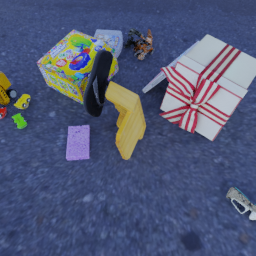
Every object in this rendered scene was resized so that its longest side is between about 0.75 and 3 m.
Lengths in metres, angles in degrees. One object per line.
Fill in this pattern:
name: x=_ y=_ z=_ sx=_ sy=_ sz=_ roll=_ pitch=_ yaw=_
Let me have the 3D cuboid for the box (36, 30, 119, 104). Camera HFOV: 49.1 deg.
box: x=-2.037 y=-2.568 z=11.758 sx=2.258 sy=1.430 sz=2.344 roll=27 pitch=64 yaw=23

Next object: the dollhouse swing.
dollhouse swing: x=-0.332 y=-0.173 z=9.702 sx=1.729 sy=1.902 sz=1.672 roll=30 pitch=70 yaw=26

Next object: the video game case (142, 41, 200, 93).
video game case: x=1.715 y=-2.418 z=11.360 sx=0.216 sy=2.475 sz=1.769 roll=48 pitch=58 yaw=-6

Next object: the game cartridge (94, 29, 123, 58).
game cartridge: x=-1.031 y=-4.195 z=14.014 sx=1.507 sy=0.470 sz=2.263 roll=2 pitch=50 yaw=7

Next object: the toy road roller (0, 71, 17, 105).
toy road roller: x=-5.201 y=-1.499 z=11.102 sx=0.841 sy=1.369 sz=0.999 roll=7 pitch=46 yaw=29

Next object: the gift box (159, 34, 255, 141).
gift box: x=2.706 y=-1.438 z=10.281 sx=2.926 sy=2.700 sz=2.732 roll=30 pitch=53 yaw=18

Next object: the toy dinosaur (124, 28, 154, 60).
toy dinosaur: x=0.661 y=-4.160 z=13.809 sx=1.467 sy=1.104 sz=2.162 roll=24 pitch=34 yaw=1

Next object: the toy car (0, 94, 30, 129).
toy car: x=-4.375 y=-0.475 z=10.889 sx=1.740 sy=0.388 sz=1.638 roll=-29 pitch=56 yaw=-21

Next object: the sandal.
sandal: x=-1.017 y=-1.512 z=10.032 sx=0.533 sy=2.492 sz=0.947 roll=26 pitch=24 yaw=34

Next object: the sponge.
sponge: x=-1.797 y=0.514 z=10.162 sx=0.794 sy=0.212 sz=1.424 roll=-3 pitch=50 yaw=-3

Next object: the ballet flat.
ballet flat: x=3.641 y=2.409 z=8.464 sx=1.480 sy=0.502 sz=0.557 roll=36 pitch=81 yaw=32
